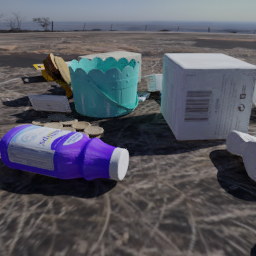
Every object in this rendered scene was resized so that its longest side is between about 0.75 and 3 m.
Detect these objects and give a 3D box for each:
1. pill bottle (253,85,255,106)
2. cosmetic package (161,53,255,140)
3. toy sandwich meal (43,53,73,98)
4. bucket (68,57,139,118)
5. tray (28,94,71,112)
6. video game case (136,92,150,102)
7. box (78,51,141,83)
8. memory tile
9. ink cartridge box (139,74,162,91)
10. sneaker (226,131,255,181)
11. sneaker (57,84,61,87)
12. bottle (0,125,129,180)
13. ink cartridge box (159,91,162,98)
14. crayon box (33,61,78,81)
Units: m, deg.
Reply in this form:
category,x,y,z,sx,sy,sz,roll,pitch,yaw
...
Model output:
category,x,y,z,sx,sy,sz,roll,pitch,yaw
pill bottle,6.187,-1.383,10.381,2.851,1.608,1.608,-7,24,-12
cosmetic package,2.381,-1.134,9.043,2.193,2.207,2.637,-2,23,-4
toy sandwich meal,-2.843,-2.203,12.030,0.689,2.013,2.013,-27,25,3
bucket,-0.867,-1.625,10.661,2.778,1.808,2.778,-1,23,0
tray,-2.911,-0.871,10.352,1.512,0.812,0.168,4,50,10
video game case,0.281,-1.416,12.308,1.135,0.133,1.032,8,24,19
box,-0.876,-2.885,13.963,2.742,1.494,1.753,-20,29,-39
memory tile,-2.141,0.094,8.740,2.443,0.205,1.872,17,29,36
ink cartridge box,1.637,-2.045,12.661,2.155,0.727,1.255,-4,6,-10
sneaker,3.288,0.661,6.801,0.991,0.842,2.239,10,21,-8
sneaker,-3.430,-2.256,13.913,0.303,0.403,0.809,-8,26,-20
bottle,-1.483,0.606,6.577,2.965,0.968,1.239,8,25,18
ink cartridge box,2.290,-1.261,11.696,1.552,0.315,1.549,-6,23,-12
crayon box,-3.831,-3.222,15.777,2.659,0.686,1.672,-10,25,-24
